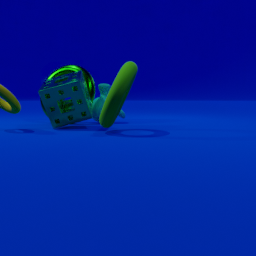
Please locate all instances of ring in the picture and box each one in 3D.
[{"bbox_3d":[-3.286,-0.794,7.237,1.165,0.233,1.165,26,-27,14],"label":"ring"},{"bbox_3d":[-0.232,-0.805,6.888,0.349,1.743,1.743,25,7,0],"label":"ring"},{"bbox_3d":[-2.056,-1.158,9.449,2.078,2.078,0.416,2,-12,21],"label":"ring"}]

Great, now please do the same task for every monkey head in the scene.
[{"bbox_3d":[-0.842,-0.804,9.569,1.695,1.219,1.021,5,38,13],"label":"monkey head"}]

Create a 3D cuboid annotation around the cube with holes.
[{"bbox_3d":[-1.712,-0.834,7.963,1.121,1.121,1.121,-15,25,0],"label":"cube with holes"}]
